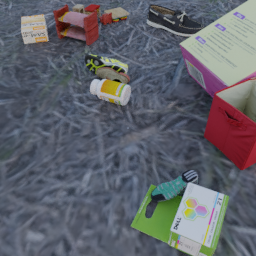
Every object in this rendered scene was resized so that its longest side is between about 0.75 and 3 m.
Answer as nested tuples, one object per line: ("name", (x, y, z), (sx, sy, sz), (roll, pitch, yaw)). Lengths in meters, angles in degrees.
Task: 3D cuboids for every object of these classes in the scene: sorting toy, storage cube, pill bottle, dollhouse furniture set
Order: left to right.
("dollhouse furniture set", (-1.640, -4.680, 11.751), (1.528, 1.155, 2.839), (17, 46, 18))
("pill bottle", (-0.530, -1.097, 8.303), (1.111, 0.617, 0.617), (17, 46, 17))
("sorting toy", (-0.517, -5.215, 12.952), (0.877, 0.307, 0.882), (-22, 47, -21))
("storage cube", (2.859, -0.131, 6.674), (1.601, 1.439, 1.368), (-23, 48, -21))

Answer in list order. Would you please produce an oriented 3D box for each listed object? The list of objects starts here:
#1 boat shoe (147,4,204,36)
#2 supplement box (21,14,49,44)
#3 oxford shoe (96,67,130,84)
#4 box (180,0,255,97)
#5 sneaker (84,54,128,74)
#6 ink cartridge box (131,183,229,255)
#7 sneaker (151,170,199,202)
("boat shoe", (2.015, -4.631, 11.949), (2.702, 0.815, 0.998), (28, 50, 27))
("supplement box", (-3.856, -4.106, 11.568), (0.964, 0.562, 1.530), (-12, 45, -11))
("oxford shoe", (-0.553, -1.639, 9.046), (1.173, 0.413, 0.439), (16, 48, 17))
("box", (3.460, -2.143, 8.142), (2.871, 1.388, 2.525), (-33, 47, 2))
("sneaker", (-0.734, -2.114, 9.507), (1.577, 0.595, 0.602), (24, 40, 9))
("ink cartridge box", (0.982, 1.632, 5.399), (1.567, 0.594, 1.158), (18, 47, 18))
("sneaker", (1.022, 1.333, 5.904), (1.083, 0.474, 0.403), (-28, 40, 2))
